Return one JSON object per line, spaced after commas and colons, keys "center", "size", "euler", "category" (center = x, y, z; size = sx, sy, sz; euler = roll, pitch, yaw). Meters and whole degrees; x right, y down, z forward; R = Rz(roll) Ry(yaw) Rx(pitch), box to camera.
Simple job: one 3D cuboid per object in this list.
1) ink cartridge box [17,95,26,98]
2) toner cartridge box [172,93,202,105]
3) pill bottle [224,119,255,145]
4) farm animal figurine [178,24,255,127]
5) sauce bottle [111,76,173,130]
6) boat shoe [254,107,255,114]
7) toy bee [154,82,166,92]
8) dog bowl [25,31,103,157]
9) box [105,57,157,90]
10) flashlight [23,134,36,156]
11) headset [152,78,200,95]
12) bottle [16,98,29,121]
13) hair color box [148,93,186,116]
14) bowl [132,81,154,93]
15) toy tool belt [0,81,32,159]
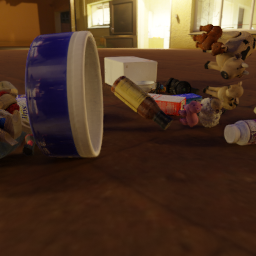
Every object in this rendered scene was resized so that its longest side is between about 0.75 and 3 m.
{"center": [-4.467, -1.108, 11.363], "size": [1.174, 0.279, 1.188], "euler": [-5, 21, -18], "category": "ink cartridge box"}
{"center": [2.162, -1.114, 11.263], "size": [1.486, 0.321, 0.706], "euler": [-8, 22, -21], "category": "toner cartridge box"}
{"center": [3.146, 0.112, 7.295], "size": [1.150, 0.646, 0.646], "euler": [-5, 20, -12], "category": "pill bottle"}
{"center": [2.781, -1.375, 8.103], "size": [1.471, 2.924, 2.362], "euler": [18, 19, 37], "category": "farm animal figurine"}
{"center": [0.431, -0.739, 8.467], "size": [2.090, 0.690, 0.690], "euler": [41, 32, 11], "category": "sauce bottle"}
{"center": [5.233, -0.501, 8.798], "size": [0.924, 0.790, 2.521], "euler": [-14, 24, -34], "category": "boat shoe"}
{"center": [1.480, -1.877, 13.440], "size": [0.827, 0.449, 0.541], "euler": [20, 4, -21], "category": "toy bee"}
{"center": [-1.281, -0.719, 6.396], "size": [1.100, 2.792, 2.792], "euler": [-2, 19, 2], "category": "dog bowl"}
{"center": [0.057, -2.908, 14.703], "size": [1.809, 1.417, 2.908], "euler": [-7, 20, -21], "category": "box"}
{"center": [-2.470, 0.391, 7.004], "size": [0.308, 0.309, 0.909], "euler": [-4, 19, -9], "category": "flashlight"}
{"center": [2.144, -1.659, 12.521], "size": [2.231, 1.048, 1.378], "euler": [6, 14, -31], "category": "headset"}
{"center": [-3.075, -0.363, 8.047], "size": [2.452, 1.024, 0.801], "euler": [1, 17, 0], "category": "bottle"}
{"center": [1.201, -0.890, 10.318], "size": [1.669, 0.534, 0.926], "euler": [10, 21, 22], "category": "hair color box"}
{"center": [0.598, -1.828, 12.902], "size": [1.249, 0.561, 1.249], "euler": [-2, 17, 1], "category": "bowl"}
{"center": [-2.956, 0.190, 6.152], "size": [1.708, 1.736, 2.780], "euler": [35, 28, 2], "category": "toy tool belt"}
